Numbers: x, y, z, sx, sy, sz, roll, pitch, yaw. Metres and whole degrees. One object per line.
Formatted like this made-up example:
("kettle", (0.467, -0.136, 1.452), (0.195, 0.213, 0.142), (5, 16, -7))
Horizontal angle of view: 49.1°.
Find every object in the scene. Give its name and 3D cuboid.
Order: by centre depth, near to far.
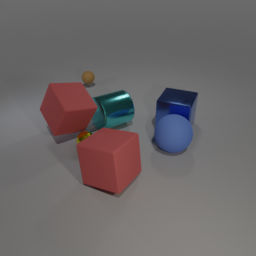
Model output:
("cube", (-0.545, 0.951, 8.724), (1.400, 1.400, 1.400), (9, 26, 30))
("ball", (1.657, 0.200, 10.212), (1.400, 1.400, 1.400), (0, 32, 0))
("ball", (-1.573, 0.461, 10.460), (0.700, 0.700, 0.700), (0, 32, 0))
("cube", (-2.264, -0.741, 10.573), (1.400, 1.400, 1.400), (-11, 57, -42))
("cylinder", (-0.677, -0.743, 11.572), (1.400, 1.400, 1.400), (-19, 37, -29))
("cube", (2.009, -0.690, 11.615), (1.400, 1.400, 1.400), (12, 34, 19))
("ball", (-2.150, -2.733, 15.127), (0.700, 0.700, 0.700), (0, 32, 0))
